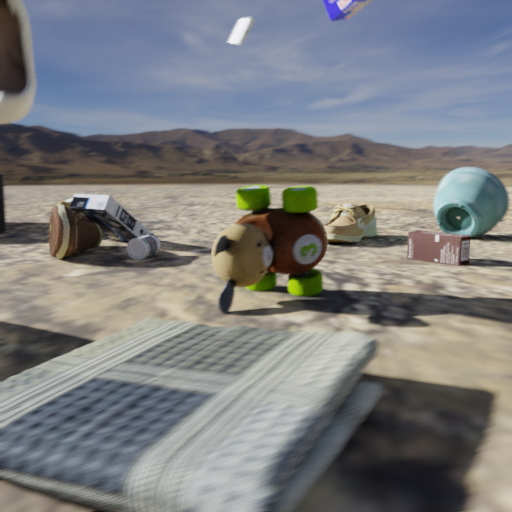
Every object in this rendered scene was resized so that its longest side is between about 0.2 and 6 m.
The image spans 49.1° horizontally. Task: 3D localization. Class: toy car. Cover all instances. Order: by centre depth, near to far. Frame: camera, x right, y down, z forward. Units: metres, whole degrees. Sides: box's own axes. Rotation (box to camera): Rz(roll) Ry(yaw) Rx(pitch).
[{"bbox_3d":[0.004,-0.014,5.162,0.999,1.040,1.267,5,20,29],"label":"toy car"}]

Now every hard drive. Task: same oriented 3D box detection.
[{"bbox_3d":[-0.300,-4.404,11.007,0.105,0.517,0.783,23,13,-24],"label":"hard drive"}]

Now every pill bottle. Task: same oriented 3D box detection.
[{"bbox_3d":[-1.571,-0.125,7.883,0.309,0.309,0.546,2,9,13],"label":"pill bottle"}]

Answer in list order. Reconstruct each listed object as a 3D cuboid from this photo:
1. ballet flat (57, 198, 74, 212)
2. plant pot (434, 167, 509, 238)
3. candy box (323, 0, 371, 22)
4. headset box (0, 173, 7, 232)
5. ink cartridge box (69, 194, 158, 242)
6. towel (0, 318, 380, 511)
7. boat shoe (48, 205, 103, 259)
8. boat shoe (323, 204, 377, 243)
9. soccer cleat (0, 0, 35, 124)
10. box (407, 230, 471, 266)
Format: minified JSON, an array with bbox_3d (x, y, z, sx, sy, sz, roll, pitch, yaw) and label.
[{"bbox_3d":[-4.418,-1.202,14.054,0.585,0.538,1.705,-7,7,10],"label":"ballet flat"},{"bbox_3d":[3.730,-0.824,10.015,1.278,1.278,0.856,7,38,40],"label":"plant pot"},{"bbox_3d":[1.330,-4.266,8.311,0.445,1.155,0.976,-22,4,-30],"label":"candy box"},{"bbox_3d":[-6.386,-1.108,11.269,2.353,1.221,3.162,-5,11,-28],"label":"headset box"},{"bbox_3d":[-2.317,-0.533,9.254,0.743,0.293,1.494,4,-22,26],"label":"ink cartridge box"},{"bbox_3d":[-0.357,0.711,2.812,1.715,0.308,1.781,1,10,25],"label":"towel"},{"bbox_3d":[-2.621,-0.371,8.194,0.743,0.741,2.008,3,7,-21],"label":"boat shoe"},{"bbox_3d":[1.590,-0.593,9.805,0.721,0.646,1.947,5,10,28],"label":"boat shoe"},{"bbox_3d":[-2.603,-2.568,5.035,0.932,2.691,1.044,-25,18,-31],"label":"soccer cleat"},{"bbox_3d":[2.440,-0.113,7.524,0.296,0.395,0.790,-7,11,-40],"label":"box"}]
